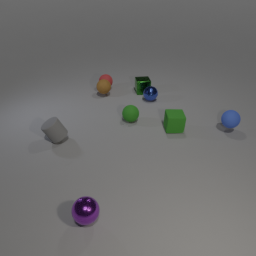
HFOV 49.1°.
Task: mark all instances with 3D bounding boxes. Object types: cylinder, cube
[{"bbox_3d":[-2.668,0.071,10.176,0.700,0.700,0.700,-23,33,16],"label":"cylinder"},{"bbox_3d":[1.808,-0.267,10.908,0.700,0.700,0.700,0,33,-4],"label":"cube"},{"bbox_3d":[0.737,-2.118,13.970,0.700,0.700,0.700,-5,32,-7],"label":"cube"}]

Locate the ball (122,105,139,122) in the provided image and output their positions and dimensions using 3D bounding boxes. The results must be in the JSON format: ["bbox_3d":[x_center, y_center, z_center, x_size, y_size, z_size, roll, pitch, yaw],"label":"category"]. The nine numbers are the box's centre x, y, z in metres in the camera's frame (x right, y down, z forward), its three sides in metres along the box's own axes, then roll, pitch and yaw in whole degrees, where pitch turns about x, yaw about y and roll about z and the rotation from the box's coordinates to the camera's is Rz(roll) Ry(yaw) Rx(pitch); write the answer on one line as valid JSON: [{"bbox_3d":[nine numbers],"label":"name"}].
[{"bbox_3d":[0.109,-0.598,11.481,0.700,0.700,0.700,0,32,0],"label":"ball"}]

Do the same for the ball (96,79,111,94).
[{"bbox_3d":[-1.170,-1.996,13.506,0.700,0.700,0.700,0,32,0],"label":"ball"}]

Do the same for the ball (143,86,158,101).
[{"bbox_3d":[1.062,-1.620,13.162,0.700,0.700,0.700,0,32,0],"label":"ball"}]

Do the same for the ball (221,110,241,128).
[{"bbox_3d":[3.926,-0.340,10.700,0.700,0.700,0.700,0,32,0],"label":"ball"}]

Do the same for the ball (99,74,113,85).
[{"bbox_3d":[-1.120,-2.359,14.124,0.700,0.700,0.700,0,32,0],"label":"ball"}]

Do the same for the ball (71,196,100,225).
[{"bbox_3d":[-1.060,2.063,7.008,0.700,0.700,0.700,0,32,0],"label":"ball"}]
